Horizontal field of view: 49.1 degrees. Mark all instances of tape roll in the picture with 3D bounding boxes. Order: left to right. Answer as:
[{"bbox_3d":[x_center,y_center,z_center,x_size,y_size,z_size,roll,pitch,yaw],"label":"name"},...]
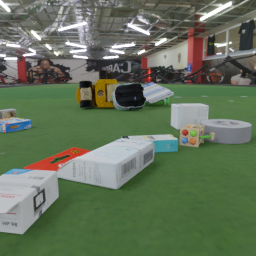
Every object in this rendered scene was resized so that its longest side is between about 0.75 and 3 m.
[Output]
[{"bbox_3d":[2.814,0.077,8.135,1.405,0.464,1.405,-1,12,0],"label":"tape roll"}]

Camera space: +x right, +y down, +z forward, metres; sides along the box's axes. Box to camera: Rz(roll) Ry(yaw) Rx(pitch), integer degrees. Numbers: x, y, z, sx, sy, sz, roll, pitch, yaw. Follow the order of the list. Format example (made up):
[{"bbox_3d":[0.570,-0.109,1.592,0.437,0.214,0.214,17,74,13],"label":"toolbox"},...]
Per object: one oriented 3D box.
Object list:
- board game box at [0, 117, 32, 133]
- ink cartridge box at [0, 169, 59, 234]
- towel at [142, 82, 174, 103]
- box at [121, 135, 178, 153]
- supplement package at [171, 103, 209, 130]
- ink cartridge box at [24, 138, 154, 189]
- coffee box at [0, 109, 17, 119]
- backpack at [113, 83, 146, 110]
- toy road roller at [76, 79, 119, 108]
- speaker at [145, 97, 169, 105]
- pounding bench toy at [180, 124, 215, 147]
[{"bbox_3d":[-4.022,-0.116,9.550,1.003,0.286,1.024,7,13,31],"label":"board game box"},{"bbox_3d":[-1.542,0.970,3.700,0.759,0.437,1.310,2,11,10],"label":"ink cartridge box"},{"bbox_3d":[1.366,-2.053,16.151,1.644,0.266,2.238,-22,32,-19],"label":"towel"},{"bbox_3d":[0.519,0.393,6.900,1.316,0.324,0.542,-2,11,-10],"label":"box"},{"bbox_3d":[2.117,-0.416,9.712,1.062,0.806,0.800,-2,11,-8],"label":"supplement package"},{"bbox_3d":[-0.735,0.547,5.674,2.108,0.498,1.687,7,14,25],"label":"ink cartridge box"},{"bbox_3d":[-4.727,-0.436,10.655,0.346,0.496,0.867,10,16,36],"label":"coffee box"},{"bbox_3d":[-0.023,-1.549,14.144,1.525,1.354,1.148,-6,-9,-19],"label":"backpack"},{"bbox_3d":[-1.637,-1.791,15.252,2.352,1.445,1.717,-2,0,-10],"label":"toy road roller"},{"bbox_3d":[1.528,-1.683,16.323,1.664,0.736,0.736,1,11,12],"label":"speaker"},{"bbox_3d":[1.833,0.208,7.397,0.799,0.496,0.623,6,13,29],"label":"pounding bench toy"}]
